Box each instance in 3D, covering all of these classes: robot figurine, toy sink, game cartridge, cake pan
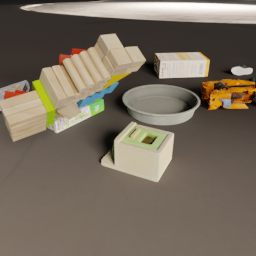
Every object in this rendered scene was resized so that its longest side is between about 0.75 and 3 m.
[{"bbox_3d":[4.015,-1.194,9.799,2.643,0.769,1.916,0,29,1],"label":"robot figurine"},{"bbox_3d":[0.203,0.478,6.718,1.531,0.858,0.998,14,32,23],"label":"toy sink"},{"bbox_3d":[-4.133,-1.077,9.528,1.398,0.436,2.099,-17,24,-8],"label":"game cartridge"},{"bbox_3d":[1.088,-0.805,9.402,2.557,0.469,2.557,0,29,0],"label":"cake pan"}]

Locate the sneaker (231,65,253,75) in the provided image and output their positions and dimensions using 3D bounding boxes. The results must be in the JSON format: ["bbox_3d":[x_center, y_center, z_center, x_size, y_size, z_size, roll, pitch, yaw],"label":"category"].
[{"bbox_3d":[5.109,-2.679,12.879,1.086,0.384,0.538,-3,27,-16],"label":"sneaker"}]

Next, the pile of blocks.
[{"bbox_3d":[-1.001,-0.755,4.690,2.563,1.052,0.796,-29,77,-3],"label":"pile of blocks"}]

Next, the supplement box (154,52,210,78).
[{"bbox_3d":[2.381,-2.865,12.722,2.192,0.806,1.381,-2,29,-4],"label":"supplement box"}]

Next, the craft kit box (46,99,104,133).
[{"bbox_3d":[-2.202,-0.694,9.256,2.010,0.494,2.035,24,37,31],"label":"craft kit box"}]
